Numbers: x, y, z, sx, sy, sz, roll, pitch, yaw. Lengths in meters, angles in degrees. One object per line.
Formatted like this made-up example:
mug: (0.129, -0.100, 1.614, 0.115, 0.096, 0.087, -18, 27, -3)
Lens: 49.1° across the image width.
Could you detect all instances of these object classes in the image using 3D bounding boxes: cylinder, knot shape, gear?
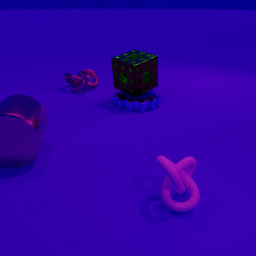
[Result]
cylinder: (-2.727, 0.025, 6.819, 1.358, 1.358, 1.358, -3, 26, -7)
knot shape: (-1.902, -2.072, 12.007, 1.423, 0.703, 1.521, -20, 30, -35)
knot shape: (0.970, 1.052, 5.299, 1.120, 1.048, 0.517, 19, -30, -40)
gear: (0.328, -1.060, 10.315, 1.732, 0.320, 1.732, 1, 24, 0)

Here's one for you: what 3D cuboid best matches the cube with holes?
cube with holes: (0.267, -2.056, 10.377, 1.209, 1.209, 1.209, -31, 42, -33)
